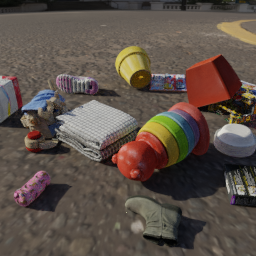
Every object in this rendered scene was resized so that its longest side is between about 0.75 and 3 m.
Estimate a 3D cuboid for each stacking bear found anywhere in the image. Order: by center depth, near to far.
[{"bbox_3d":[0.906,0.520,8.199,2.889,1.643,1.754,-31,53,-32],"label":"stacking bear"}]

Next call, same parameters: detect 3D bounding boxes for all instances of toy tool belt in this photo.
[{"bbox_3d":[-3.053,-0.579,9.979,1.722,1.695,2.758,2,29,4],"label":"toy tool belt"}]

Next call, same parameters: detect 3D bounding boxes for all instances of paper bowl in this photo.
[{"bbox_3d":[3.603,0.339,9.377,1.337,0.696,1.337,-1,28,0],"label":"paper bowl"}]

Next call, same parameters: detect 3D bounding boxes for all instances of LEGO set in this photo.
[{"bbox_3d":[4.321,-1.089,11.383,1.645,1.239,2.139,-7,30,-12],"label":"LEGO set"}]

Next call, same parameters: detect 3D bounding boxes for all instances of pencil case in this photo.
[{"bbox_3d":[-2.489,1.570,7.369,0.439,0.459,1.061,12,28,18],"label":"pencil case"}]

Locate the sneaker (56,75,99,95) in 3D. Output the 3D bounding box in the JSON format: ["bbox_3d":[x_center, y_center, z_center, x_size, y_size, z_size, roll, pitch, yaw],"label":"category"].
[{"bbox_3d":[-2.427,-2.198,13.918,2.205,0.887,0.975,9,23,8],"label":"sneaker"}]

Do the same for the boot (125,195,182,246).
[{"bbox_3d":[0.497,2.108,6.429,1.449,0.491,0.947,9,36,18],"label":"boot"}]

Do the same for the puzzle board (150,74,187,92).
[{"bbox_3d":[2.148,-2.486,14.995,1.863,0.215,2.472,4,29,6],"label":"puzzle board"}]

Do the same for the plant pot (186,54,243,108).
[{"bbox_3d":[3.545,-2.084,12.053,1.875,1.654,1.876,-14,14,41],"label":"plant pot"}]

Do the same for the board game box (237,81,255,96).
[{"bbox_3d":[5.639,-1.867,13.434,1.498,0.381,2.214,-8,28,-34],"label":"board game box"}]

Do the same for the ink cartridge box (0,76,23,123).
[{"bbox_3d":[-5.499,-1.176,11.391,1.395,1.389,1.920,5,29,9],"label":"ink cartridge box"}]

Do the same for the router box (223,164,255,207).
[{"bbox_3d":[3.195,1.520,7.571,1.023,0.350,1.371,4,29,8],"label":"router box"}]

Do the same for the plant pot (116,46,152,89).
[{"bbox_3d":[0.427,-2.992,14.470,1.832,1.832,1.724,-8,46,-15],"label":"plant pot"}]

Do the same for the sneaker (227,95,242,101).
[{"bbox_3d":[4.944,-1.528,12.939,0.883,0.510,0.346,-13,32,-23],"label":"sneaker"}]

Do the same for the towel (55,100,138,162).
[{"bbox_3d":[-1.097,0.079,9.581,2.350,1.006,1.946,23,38,33],"label":"towel"}]
